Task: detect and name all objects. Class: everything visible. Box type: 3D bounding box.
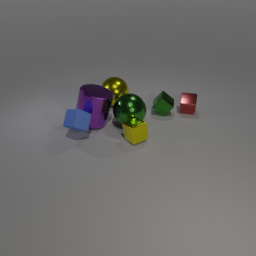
[{"bbox_3d":[1.594,-1.104,12.647,0.700,0.700,0.700,35,36,-16],"label":"cube"},{"bbox_3d":[-1.930,-0.297,10.660,0.700,0.700,0.700,4,-11,40],"label":"cube"},{"bbox_3d":[-1.432,-0.912,11.656,1.400,1.400,1.400,13,29,-7],"label":"cylinder"},{"bbox_3d":[2.761,-1.120,12.816,0.700,0.700,0.700,7,55,12],"label":"cube"},{"bbox_3d":[-0.645,-1.746,13.414,1.400,1.400,1.400,0,30,0],"label":"ball"},{"bbox_3d":[0.279,0.105,10.739,0.700,0.700,0.700,-21,29,-24],"label":"cube"},{"bbox_3d":[0.063,-0.739,11.629,1.400,1.400,1.400,0,30,0],"label":"ball"}]
